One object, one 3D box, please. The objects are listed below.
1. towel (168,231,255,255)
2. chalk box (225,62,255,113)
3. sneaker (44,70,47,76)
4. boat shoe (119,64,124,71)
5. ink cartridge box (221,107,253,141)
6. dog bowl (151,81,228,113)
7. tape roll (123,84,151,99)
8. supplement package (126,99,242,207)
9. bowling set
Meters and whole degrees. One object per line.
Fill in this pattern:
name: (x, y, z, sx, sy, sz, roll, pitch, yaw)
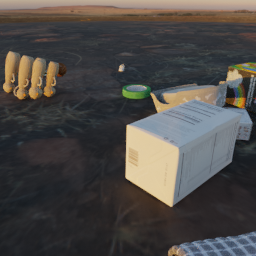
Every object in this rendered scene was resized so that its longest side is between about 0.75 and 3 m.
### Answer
towel: (1.596, 1.900, 2.456, 1.927, 0.996, 2.327, -3, 20, -13)
chalk box: (4.429, -1.258, 9.117, 1.305, 1.314, 2.106, -15, 30, -29)
sneaker: (-4.014, -2.621, 13.147, 0.777, 0.344, 0.299, -17, 30, -31)
boat shoe: (-0.304, -3.067, 14.219, 0.270, 0.246, 0.750, 3, 25, 7)
ink cartridge box: (2.637, -0.170, 7.687, 1.238, 0.519, 1.087, 6, 26, 12)
dog bowl: (1.858, -0.915, 8.507, 2.295, 0.673, 2.295, -8, 10, 1)
tape roll: (0.328, -1.396, 10.637, 1.057, 0.254, 1.057, 0, 24, 0)
supplement package: (1.151, 0.356, 5.700, 2.198, 1.250, 1.204, -21, 34, -40)
bowling set: (-3.204, -1.762, 10.459, 2.026, 1.562, 2.911, 3, 16, -42)
